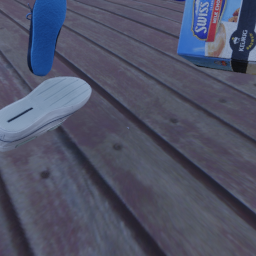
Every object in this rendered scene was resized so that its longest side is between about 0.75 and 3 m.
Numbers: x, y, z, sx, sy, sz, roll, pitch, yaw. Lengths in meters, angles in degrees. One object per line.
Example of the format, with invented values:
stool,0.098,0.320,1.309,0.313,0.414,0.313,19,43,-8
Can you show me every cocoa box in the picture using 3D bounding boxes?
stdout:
cocoa box,2.290,-2.181,5.981,1.785,1.814,2.720,13,11,20

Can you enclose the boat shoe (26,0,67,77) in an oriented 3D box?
boat shoe,-2.437,-2.728,7.778,1.055,2.507,0.861,18,-1,-35

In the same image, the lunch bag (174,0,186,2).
lunch bag,1.187,-4.607,8.494,1.633,1.190,1.921,27,19,28

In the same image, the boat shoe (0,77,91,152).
boat shoe,-1.429,-0.287,4.694,0.714,0.648,1.941,46,44,10
